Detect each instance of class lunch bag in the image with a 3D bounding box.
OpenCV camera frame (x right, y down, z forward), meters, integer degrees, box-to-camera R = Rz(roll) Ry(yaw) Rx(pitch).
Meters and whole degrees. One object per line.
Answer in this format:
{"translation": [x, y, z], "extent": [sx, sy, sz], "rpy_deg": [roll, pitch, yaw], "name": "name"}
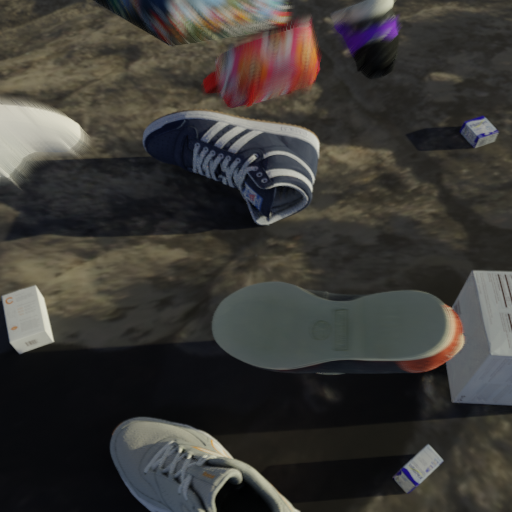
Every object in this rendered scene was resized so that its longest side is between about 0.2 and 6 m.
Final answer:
{"translation": [0.025, -3.032, 9.268], "extent": [1.844, 2.093, 0.857], "rpy_deg": [-15, 99, 2], "name": "lunch bag"}

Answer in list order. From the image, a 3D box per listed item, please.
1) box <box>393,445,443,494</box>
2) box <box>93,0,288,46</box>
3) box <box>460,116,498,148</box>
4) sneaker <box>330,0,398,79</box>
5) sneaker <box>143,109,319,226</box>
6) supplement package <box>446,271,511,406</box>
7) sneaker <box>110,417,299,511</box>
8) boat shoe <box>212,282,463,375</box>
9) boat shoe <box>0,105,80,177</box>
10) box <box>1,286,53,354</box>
{"translation": [2.308, 3.054, 8.008], "extent": [0.579, 0.532, 0.304], "rpy_deg": [-33, 62, -20], "name": "box"}
{"translation": [-1.411, -4.272, 8.724], "extent": [2.241, 0.618, 3.281], "rpy_deg": [-25, 51, -37], "name": "box"}
{"translation": [4.791, -2.669, 12.051], "extent": [0.522, 0.298, 0.568], "rpy_deg": [-19, 57, -14], "name": "box"}
{"translation": [1.880, -3.660, 9.560], "extent": [0.869, 1.243, 2.500], "rpy_deg": [-16, 20, 11], "name": "sneaker"}
{"translation": [-0.540, -1.691, 10.819], "extent": [3.548, 1.243, 1.925], "rpy_deg": [5, 54, 0], "name": "sneaker"}
{"translation": [4.042, 1.287, 8.414], "extent": [1.917, 1.833, 1.410], "rpy_deg": [2, 56, 2], "name": "supplement package"}
{"translation": [-0.657, 2.918, 7.265], "extent": [3.464, 1.593, 1.311], "rpy_deg": [22, 57, 28], "name": "sneaker"}
{"translation": [0.917, 0.929, 6.941], "extent": [3.118, 0.976, 1.110], "rpy_deg": [-4, 72, 29], "name": "boat shoe"}
{"translation": [-3.463, -1.397, 7.008], "extent": [2.618, 0.942, 0.897], "rpy_deg": [-5, 89, -48], "name": "boat shoe"}
{"translation": [-3.841, 1.064, 9.405], "extent": [0.586, 0.459, 0.942], "rpy_deg": [-19, 58, -12], "name": "box"}
